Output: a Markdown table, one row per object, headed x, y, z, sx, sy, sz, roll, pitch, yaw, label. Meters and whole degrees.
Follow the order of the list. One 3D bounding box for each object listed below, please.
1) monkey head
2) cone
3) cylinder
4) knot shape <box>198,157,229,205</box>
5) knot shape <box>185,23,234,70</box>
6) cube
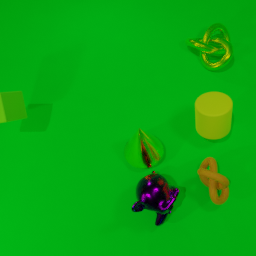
| x | y | z | sx | sy | sz | roll | pitch | yaw | label |
| --- | --- | --- | --- | --- | --- | --- | --- | --- | --- |
| 0.659 | 1.837 | 7.202 | 1.057 | 1.261 | 1.753 | 22 | 26 | 13 | monkey head |
| 0.376 | 0.339 | 7.757 | 1.168 | 1.172 | 1.168 | -5 | 54 | 7 | cone |
| 2.355 | -0.341 | 7.735 | 0.958 | 0.958 | 0.958 | -8 | 46 | 8 | cylinder |
| 2.246 | 1.342 | 7.379 | 0.586 | 1.186 | 1.268 | -27 | 64 | 7 | knot shape |
| 2.762 | -2.850 | 9.631 | 1.602 | 0.791 | 1.712 | 12 | 64 | 5 | knot shape |
| -3.399 | -0.558 | 7.704 | 0.777 | 0.777 | 0.777 | -6 | 97 | 26 | cube |
